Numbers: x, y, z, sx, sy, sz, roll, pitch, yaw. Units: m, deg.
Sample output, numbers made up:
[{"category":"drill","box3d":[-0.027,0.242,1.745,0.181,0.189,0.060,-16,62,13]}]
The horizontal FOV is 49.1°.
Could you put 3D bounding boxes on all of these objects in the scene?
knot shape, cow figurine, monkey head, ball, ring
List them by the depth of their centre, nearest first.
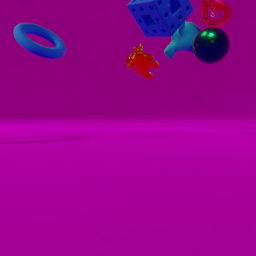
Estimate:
[{"category":"ball","box3d":[2.445,-2.420,8.255,1.052,1.052,1.052,0,2,0]},{"category":"knot shape","box3d":[2.810,-4.009,9.223,1.578,1.476,0.729,-9,-10,-39]},{"category":"ring","box3d":[-3.073,-3.078,9.873,1.832,0.366,1.832,25,33,-18]},{"category":"cow figurine","box3d":[0.378,-2.444,10.253,1.683,0.939,1.710,25,7,-45]},{"category":"monkey head","box3d":[2.081,-3.173,10.396,1.919,1.381,1.156,40,-8,-39]}]

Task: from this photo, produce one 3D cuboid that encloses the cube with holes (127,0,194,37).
[{"category":"cube with holes","box3d":[0.860,-3.196,7.447,1.051,1.051,1.051,22,-22,50]}]
